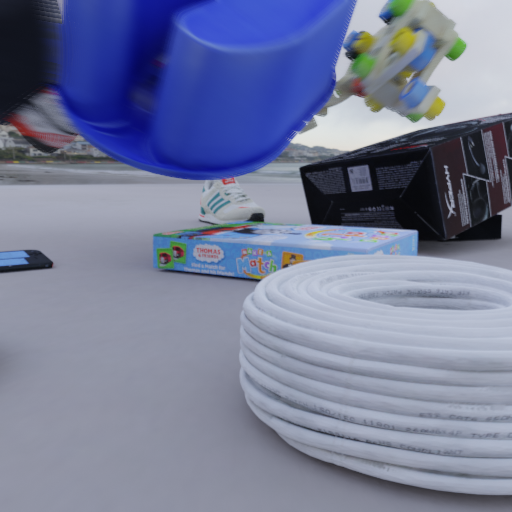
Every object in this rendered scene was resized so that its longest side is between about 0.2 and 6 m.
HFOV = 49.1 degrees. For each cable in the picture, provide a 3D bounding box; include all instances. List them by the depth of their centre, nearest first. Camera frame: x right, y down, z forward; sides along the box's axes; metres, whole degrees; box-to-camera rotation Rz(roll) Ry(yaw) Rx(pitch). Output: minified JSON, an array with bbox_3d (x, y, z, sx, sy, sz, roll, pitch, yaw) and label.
[{"bbox_3d":[0.935,0.483,3.105,2.049,0.709,2.049,-9,12,-44],"label":"cable"}]

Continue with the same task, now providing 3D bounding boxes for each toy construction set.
[{"bbox_3d":[1.862,-3.025,9.424,1.695,2.412,3.679,35,-18,-30],"label":"toy construction set"}]

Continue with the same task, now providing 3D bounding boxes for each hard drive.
[{"bbox_3d":[-2.302,-1.962,5.379,1.069,0.336,1.585,-49,-2,-25],"label":"hard drive"}]

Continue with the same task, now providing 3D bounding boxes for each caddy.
[{"bbox_3d":[-0.582,-2.953,7.776,3.285,2.439,4.647,32,51,8],"label":"caddy"}]

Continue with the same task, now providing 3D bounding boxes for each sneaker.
[{"bbox_3d":[-4.059,-3.070,9.578,1.512,0.942,2.820,-23,-46,27],"label":"sneaker"},{"bbox_3d":[-0.649,-1.336,13.145,0.903,1.199,2.565,-4,9,-29],"label":"sneaker"}]

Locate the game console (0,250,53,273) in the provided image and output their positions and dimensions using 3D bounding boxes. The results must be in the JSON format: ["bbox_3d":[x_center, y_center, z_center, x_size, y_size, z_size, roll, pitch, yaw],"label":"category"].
[{"bbox_3d":[-3.365,0.079,7.484,1.085,0.168,0.960,-6,11,-32],"label":"game console"}]

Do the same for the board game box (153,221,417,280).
[{"bbox_3d":[0.437,-0.086,7.368,2.846,0.521,2.153,6,10,29],"label":"board game box"}]

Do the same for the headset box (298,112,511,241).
[{"bbox_3d":[3.213,-1.509,10.147,3.875,1.496,2.884,-21,14,-35],"label":"headset box"}]

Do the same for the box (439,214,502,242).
[{"bbox_3d":[3.813,-0.565,10.572,1.263,0.498,0.891,-3,7,-15],"label":"box"}]
